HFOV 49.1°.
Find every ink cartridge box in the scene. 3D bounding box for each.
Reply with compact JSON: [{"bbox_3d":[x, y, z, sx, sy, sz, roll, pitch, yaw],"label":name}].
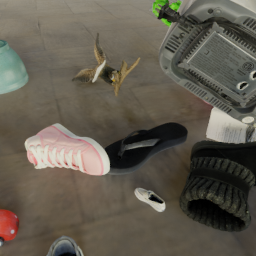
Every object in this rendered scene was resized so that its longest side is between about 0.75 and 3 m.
[{"bbox_3d":[3.579,-0.155,7.756,2.293,0.967,1.674,20,39,26],"label":"ink cartridge box"}]

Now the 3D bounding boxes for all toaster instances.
[{"bbox_3d":[1.733,-1.453,4.704,2.811,1.597,1.815,29,48,-9],"label":"toaster"}]

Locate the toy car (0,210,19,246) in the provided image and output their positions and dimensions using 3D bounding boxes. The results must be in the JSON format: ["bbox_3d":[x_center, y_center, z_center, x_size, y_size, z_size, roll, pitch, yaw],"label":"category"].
[{"bbox_3d":[-3.693,2.062,4.875,2.683,0.598,2.525,12,36,17],"label":"toy car"}]

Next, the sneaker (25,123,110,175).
[{"bbox_3d":[-1.572,0.677,6.634,2.375,0.894,1.242,24,39,39],"label":"sneaker"}]

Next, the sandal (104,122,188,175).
[{"bbox_3d":[0.410,0.340,7.369,2.763,0.592,1.051,-25,42,-31],"label":"sandal"}]

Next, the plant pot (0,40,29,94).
[{"bbox_3d":[-5.054,-2.421,10.563,2.259,1.513,2.259,1,35,0],"label":"plant pot"}]

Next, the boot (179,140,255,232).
[{"bbox_3d":[2.485,1.156,5.761,2.701,1.016,2.020,-1,26,17],"label":"boot"}]

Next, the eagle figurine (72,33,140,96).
[{"bbox_3d":[-1.033,-2.223,10.344,1.853,1.843,2.442,-36,59,-27],"label":"eagle figurine"}]

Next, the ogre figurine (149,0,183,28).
[{"bbox_3d":[1.924,-4.221,9.699,2.896,1.736,1.421,43,16,1],"label":"ogre figurine"}]

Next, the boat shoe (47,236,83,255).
[{"bbox_3d":[-0.833,2.731,3.617,0.984,0.929,2.742,-3,35,-5],"label":"boat shoe"}]

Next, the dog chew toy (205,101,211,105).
[{"bbox_3d":[3.466,-1.487,9.470,2.204,1.373,1.373,-7,35,-22],"label":"dog chew toy"}]

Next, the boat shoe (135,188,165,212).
[{"bbox_3d":[0.465,1.480,6.018,0.285,0.261,0.793,-27,43,-33],"label":"boat shoe"}]
